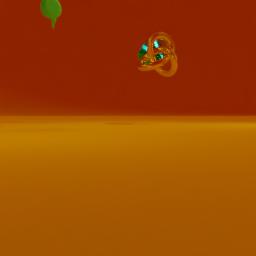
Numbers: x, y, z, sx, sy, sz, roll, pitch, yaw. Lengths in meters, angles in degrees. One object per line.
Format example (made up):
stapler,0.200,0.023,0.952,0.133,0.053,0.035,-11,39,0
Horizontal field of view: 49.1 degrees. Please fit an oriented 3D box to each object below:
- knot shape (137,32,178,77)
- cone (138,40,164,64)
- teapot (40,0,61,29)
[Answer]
knot shape,1.188,-2.974,11.896,1.771,1.893,0.875,-20,-14,21
cone,1.354,-3.130,12.672,1.345,1.345,1.350,-1,31,-26
teapot,-2.434,-3.689,8.773,0.652,1.049,0.514,-18,10,-30
